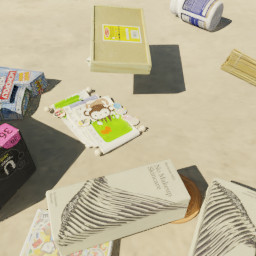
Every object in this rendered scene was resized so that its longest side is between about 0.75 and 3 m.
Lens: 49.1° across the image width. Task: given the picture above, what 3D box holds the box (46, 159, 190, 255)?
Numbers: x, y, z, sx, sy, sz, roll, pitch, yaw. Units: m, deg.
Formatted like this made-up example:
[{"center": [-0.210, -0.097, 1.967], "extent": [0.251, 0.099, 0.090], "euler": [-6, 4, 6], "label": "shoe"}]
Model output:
[{"center": [-0.191, 1.510, 5.498], "extent": [2.575, 0.880, 1.058], "euler": [-14, 49, -13], "label": "box"}]

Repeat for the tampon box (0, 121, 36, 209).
[{"center": [-3.692, 0.648, 6.070], "extent": [2.484, 1.568, 1.861], "euler": [23, 53, 18], "label": "tampon box"}]

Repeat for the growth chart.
[{"center": [-0.883, -0.280, 7.765], "extent": [1.804, 0.221, 2.493], "euler": [-36, 59, -28], "label": "growth chart"}]

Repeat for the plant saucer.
[{"center": [1.035, 1.522, 6.234], "extent": [1.192, 0.192, 1.192], "euler": [0, 49, 0], "label": "plant saucer"}]

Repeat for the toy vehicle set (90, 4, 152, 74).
[{"center": [-0.245, -2.482, 7.652], "extent": [1.528, 0.326, 2.459], "euler": [2, 56, -7], "label": "toy vehicle set"}]

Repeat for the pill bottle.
[{"center": [2.630, -4.608, 10.873], "extent": [1.864, 1.078, 1.078], "euler": [33, 57, 25], "label": "pill bottle"}]

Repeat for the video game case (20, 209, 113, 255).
[{"center": [-1.204, 2.509, 5.293], "extent": [1.705, 0.214, 1.874], "euler": [6, 45, 5], "label": "video game case"}]

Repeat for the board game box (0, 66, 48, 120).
[{"center": [-3.418, -1.109, 8.216], "extent": [1.873, 0.578, 1.874], "euler": [-3, 50, -1], "label": "board game box"}]

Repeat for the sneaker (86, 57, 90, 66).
[{"center": [-1.092, -2.450, 9.447], "extent": [0.710, 0.452, 1.228], "euler": [-14, 52, -16], "label": "sneaker"}]

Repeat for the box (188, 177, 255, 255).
[{"center": [1.693, 2.263, 5.135], "extent": [1.039, 0.864, 2.528], "euler": [19, 52, 12], "label": "box"}]

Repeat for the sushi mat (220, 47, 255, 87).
[{"center": [2.345, -0.634, 4.335], "extent": [1.861, 0.890, 0.113], "euler": [30, 87, 6], "label": "sushi mat"}]
